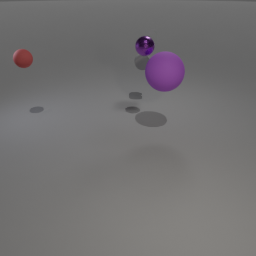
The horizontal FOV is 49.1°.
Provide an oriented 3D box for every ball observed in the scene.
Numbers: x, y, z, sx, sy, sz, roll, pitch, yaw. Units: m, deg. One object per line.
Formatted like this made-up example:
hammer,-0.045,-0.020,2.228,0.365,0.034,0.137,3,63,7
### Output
ball,-3.944,-2.609,10.528,0.700,0.700,0.700,0,28,0
ball,0.606,-2.933,10.039,0.700,0.700,0.700,0,28,0
ball,1.306,-1.992,9.944,1.400,1.400,1.400,0,28,0

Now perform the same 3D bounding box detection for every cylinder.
cylinder,0.650,-3.028,12.749,0.700,0.700,0.700,0,19,0
